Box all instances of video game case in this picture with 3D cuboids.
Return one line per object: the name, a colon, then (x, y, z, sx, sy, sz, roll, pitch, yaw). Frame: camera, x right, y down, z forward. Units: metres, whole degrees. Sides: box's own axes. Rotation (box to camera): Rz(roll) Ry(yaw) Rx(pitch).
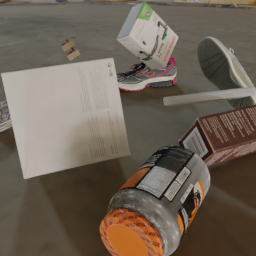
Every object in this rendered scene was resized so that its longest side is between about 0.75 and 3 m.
video game case: (2.155, -0.848, 7.785, 2.195, 0.242, 1.999, -6, 3, 12)

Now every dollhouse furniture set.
dollhouse furniture set: (-2.365, -3.340, 12.751, 0.795, 1.526, 1.543, -34, 21, -4)

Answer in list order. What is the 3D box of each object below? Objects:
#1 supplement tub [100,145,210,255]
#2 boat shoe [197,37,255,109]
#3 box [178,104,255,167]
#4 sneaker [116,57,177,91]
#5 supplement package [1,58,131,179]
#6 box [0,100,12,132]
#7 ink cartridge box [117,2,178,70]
supplement tub: (0.525, 1.298, 4.912, 1.296, 1.296, 2.116, 17, 33, 27)
boat shoe: (3.380, -1.859, 9.424, 0.905, 2.822, 1.040, -43, 6, -39)
box: (2.625, 0.153, 6.738, 2.484, 1.244, 0.931, -11, 65, -19)
sneaker: (0.579, -2.260, 11.456, 2.906, 1.085, 1.171, -11, 31, -15)
supplement package: (-1.358, -0.266, 6.353, 2.222, 2.124, 1.634, -11, 6, -14)
box: (-3.728, -0.381, 8.432, 0.238, 0.780, 0.985, 5, 27, 37)
ink cartridge box: (0.687, -2.936, 9.152, 1.775, 1.296, 0.748, 31, -14, -34)
